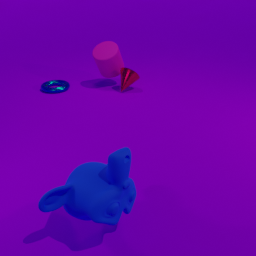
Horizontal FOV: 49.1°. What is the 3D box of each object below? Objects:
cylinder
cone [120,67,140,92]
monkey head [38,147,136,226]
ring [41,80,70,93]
[{"bbox_3d":[-0.815,-2.875,11.823,1.106,1.106,1.106,-7,57,11],"label":"cylinder"},{"bbox_3d":[-0.096,-1.856,11.449,0.880,0.880,0.883,18,76,30],"label":"cone"},{"bbox_3d":[-0.492,0.889,4.789,1.171,1.398,1.943,18,22,30],"label":"monkey head"},{"bbox_3d":[-3.059,-1.759,11.806,1.213,0.243,1.213,0,28,0],"label":"ring"}]
